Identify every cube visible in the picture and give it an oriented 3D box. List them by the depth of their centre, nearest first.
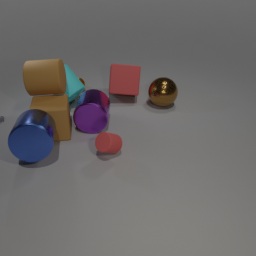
[{"bbox_3d":[-3.051,-0.401,11.173,1.400,1.400,1.400,-5,32,-8],"label":"cube"},{"bbox_3d":[-0.199,-2.356,13.840,1.400,1.400,1.400,4,7,-6],"label":"cube"}]

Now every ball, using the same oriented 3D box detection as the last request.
[{"bbox_3d":[1.657,-1.703,13.283,1.400,1.400,1.400,0,31,0],"label":"ball"}]

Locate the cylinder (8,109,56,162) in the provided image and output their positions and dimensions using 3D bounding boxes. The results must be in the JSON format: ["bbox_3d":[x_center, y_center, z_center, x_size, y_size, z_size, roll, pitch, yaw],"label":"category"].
[{"bbox_3d":[-3.220,0.229,9.557,1.400,1.400,1.400,-5,24,-8],"label":"cylinder"}]

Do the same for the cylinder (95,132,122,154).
[{"bbox_3d":[-0.666,0.519,9.734,0.700,0.700,0.700,24,5,33],"label":"cylinder"}]

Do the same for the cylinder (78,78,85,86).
[{"bbox_3d":[-2.753,-2.342,14.912,0.700,0.700,0.700,-22,27,-32],"label":"cylinder"}]

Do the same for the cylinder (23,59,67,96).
[{"bbox_3d":[-3.330,-2.047,11.364,1.400,1.400,1.400,-4,31,0],"label":"cylinder"}]

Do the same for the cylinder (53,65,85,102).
[{"bbox_3d":[-3.001,-2.027,13.285,1.400,1.400,1.400,51,41,-4],"label":"cylinder"}]

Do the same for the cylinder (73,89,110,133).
[{"bbox_3d":[-1.479,-0.711,11.678,1.400,1.400,1.400,0,31,1],"label":"cylinder"}]
